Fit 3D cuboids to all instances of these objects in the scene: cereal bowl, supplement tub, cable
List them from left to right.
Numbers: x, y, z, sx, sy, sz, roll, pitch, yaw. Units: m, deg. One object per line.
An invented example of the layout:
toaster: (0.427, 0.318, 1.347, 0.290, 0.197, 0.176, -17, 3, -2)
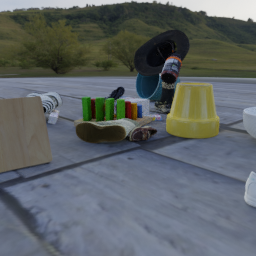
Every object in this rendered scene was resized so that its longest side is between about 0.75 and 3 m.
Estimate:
cable: (-1.283, -1.576, 15.334, 2.281, 0.710, 2.795, -33, 8, -7)
supplement tub: (1.540, -2.089, 9.740, 0.584, 0.584, 1.093, 6, 55, 25)
cereal bowl: (5.322, 0.015, 9.458, 2.758, 1.148, 2.758, 0, 14, 0)

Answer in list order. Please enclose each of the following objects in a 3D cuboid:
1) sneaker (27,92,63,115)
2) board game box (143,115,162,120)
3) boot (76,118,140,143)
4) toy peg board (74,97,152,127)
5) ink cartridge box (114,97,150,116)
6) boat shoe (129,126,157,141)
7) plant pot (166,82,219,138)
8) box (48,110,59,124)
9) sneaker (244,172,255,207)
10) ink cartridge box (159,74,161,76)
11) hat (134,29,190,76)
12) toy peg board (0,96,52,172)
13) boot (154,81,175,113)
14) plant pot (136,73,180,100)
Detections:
sneaker: (-4.780, -0.993, 13.739, 2.930, 1.106, 1.686, -8, 23, 35)
board game box: (1.181, -0.513, 13.733, 0.811, 0.164, 0.621, -1, 14, -5)
boot: (-0.719, 0.038, 10.268, 2.034, 0.733, 1.573, 1, 11, 25)
toy peg board: (-0.615, -0.804, 12.561, 2.628, 1.285, 2.617, 8, 16, 28)
ink cartridge box: (-0.031, -1.145, 14.897, 1.982, 0.839, 1.432, 14, 19, 41)
boat shoe: (0.586, 0.213, 10.166, 0.473, 0.474, 1.315, 14, 16, 38)
plant pot: (2.586, -0.784, 11.077, 2.081, 1.958, 2.081, 1, 13, 0)
box: (-3.536, -0.555, 13.407, 0.340, 0.364, 1.755, 12, 10, -12)
sneaker: (3.227, 1.181, 5.434, 1.754, 0.776, 0.660, 2, 12, 7)
ink cartridge box: (2.003, -3.395, 15.271, 0.770, 1.051, 0.435, -39, 47, -10)
hat: (1.780, -3.454, 13.956, 2.901, 2.901, 1.170, 9, -22, 32)
toy peg board: (-3.276, 0.195, 7.714, 1.866, 1.874, 0.917, -10, -1, -34)
boot: (2.108, -1.828, 15.904, 0.809, 1.693, 2.241, -3, 14, -13)
plant pot: (2.310, -3.158, 20.140, 2.487, 2.647, 2.647, 7, 7, -36)
